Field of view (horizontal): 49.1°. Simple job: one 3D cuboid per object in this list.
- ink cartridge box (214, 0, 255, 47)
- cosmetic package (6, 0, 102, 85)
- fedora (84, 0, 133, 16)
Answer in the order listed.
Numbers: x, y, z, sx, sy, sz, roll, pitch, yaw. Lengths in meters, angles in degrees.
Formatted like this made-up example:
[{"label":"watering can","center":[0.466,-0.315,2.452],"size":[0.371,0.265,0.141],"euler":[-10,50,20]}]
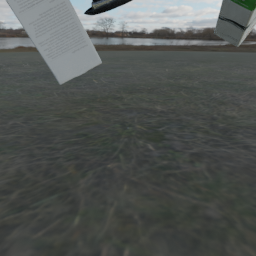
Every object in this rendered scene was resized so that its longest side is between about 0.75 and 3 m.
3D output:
[{"label":"ink cartridge box","center":[3.210,-3.438,7.429],"size":[0.887,1.566,2.136],"euler":[37,-8,16]},{"label":"cosmetic package","center":[-1.835,-2.550,7.052],"size":[1.292,2.548,0.908],"euler":[-28,33,0]},{"label":"fedora","center":[-0.364,-3.767,7.199],"size":[2.275,1.039,2.275],"euler":[-18,29,10]}]
